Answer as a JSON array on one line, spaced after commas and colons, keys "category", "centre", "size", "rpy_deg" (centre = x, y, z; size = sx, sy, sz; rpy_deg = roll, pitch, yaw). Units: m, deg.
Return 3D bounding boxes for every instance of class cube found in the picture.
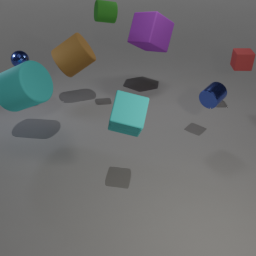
[{"category": "cube", "centre": [4.582, -2.746, 11.226], "size": [0.700, 0.700, 0.700], "rpy_deg": [1, 35, 4]}, {"category": "cube", "centre": [-0.003, -0.291, 6.008], "size": [0.700, 0.700, 0.700], "rpy_deg": [14, 72, -3]}, {"category": "cube", "centre": [1.060, -4.429, 12.996], "size": [1.400, 1.400, 1.400], "rpy_deg": [19, 7, 42]}]

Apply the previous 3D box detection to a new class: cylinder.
[{"category": "cylinder", "centre": [-3.486, -1.367, 9.342], "size": [1.400, 1.400, 1.400], "rpy_deg": [-13, 21, 29]}, {"category": "cylinder", "centre": [2.908, -1.123, 9.587], "size": [0.700, 0.700, 0.700], "rpy_deg": [25, 49, 37]}, {"category": "cylinder", "centre": [-2.339, -3.151, 12.151], "size": [1.400, 1.400, 1.400], "rpy_deg": [-32, 27, 12]}, {"category": "cylinder", "centre": [-0.775, -4.015, 9.673], "size": [0.700, 0.700, 0.700], "rpy_deg": [-1, 28, -18]}]

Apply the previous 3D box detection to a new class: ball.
[{"category": "ball", "centre": [-4.311, -2.734, 11.188], "size": [0.700, 0.700, 0.700], "rpy_deg": [0, 29, 0]}]
